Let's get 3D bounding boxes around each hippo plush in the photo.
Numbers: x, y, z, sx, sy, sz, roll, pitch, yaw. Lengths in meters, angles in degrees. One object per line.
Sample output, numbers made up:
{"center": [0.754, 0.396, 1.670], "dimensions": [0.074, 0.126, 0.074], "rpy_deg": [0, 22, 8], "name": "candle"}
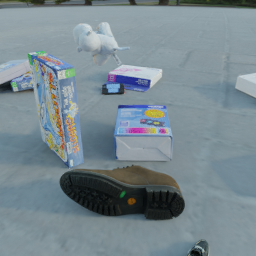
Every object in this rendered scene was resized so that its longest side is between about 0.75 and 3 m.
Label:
{"center": [-1.074, -2.519, 8.653], "dimensions": [1.287, 1.275, 1.601], "rpy_deg": [-7, 54, -44], "name": "hippo plush"}

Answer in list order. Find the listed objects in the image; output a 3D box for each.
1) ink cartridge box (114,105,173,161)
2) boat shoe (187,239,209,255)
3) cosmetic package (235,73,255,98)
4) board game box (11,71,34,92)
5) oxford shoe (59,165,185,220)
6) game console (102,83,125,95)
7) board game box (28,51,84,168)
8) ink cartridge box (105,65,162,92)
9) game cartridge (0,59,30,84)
{"center": [0.429, -0.007, 8.524], "dimensions": [1.599, 0.895, 2.344], "rpy_deg": [1, 27, 1], "name": "ink cartridge box"}
{"center": [1.243, 2.288, 5.005], "dimensions": [0.331, 0.264, 0.876], "rpy_deg": [16, 33, 26], "name": "boat shoe"}
{"center": [6.097, -1.656, 11.695], "dimensions": [1.861, 0.638, 2.469], "rpy_deg": [-10, 31, -21], "name": "cosmetic package"}
{"center": [-3.901, -2.297, 12.710], "dimensions": [2.459, 0.424, 1.665], "rpy_deg": [-11, 26, -9], "name": "board game box"}
{"center": [-0.152, 1.300, 6.201], "dimensions": [2.645, 0.961, 1.116], "rpy_deg": [11, 25, -3], "name": "oxford shoe"}
{"center": [-0.642, -1.710, 12.229], "dimensions": [0.973, 0.151, 0.860], "rpy_deg": [-3, 33, -1], "name": "game console"}
{"center": [-1.923, -0.513, 7.511], "dimensions": [0.469, 2.721, 1.842], "rpy_deg": [-21, 35, -32], "name": "board game box"}
{"center": [0.256, -2.422, 13.271], "dimensions": [2.177, 0.480, 2.217], "rpy_deg": [12, 30, 20], "name": "ink cartridge box"}
{"center": [-5.732, -2.423, 12.571], "dimensions": [1.881, 0.587, 2.825], "rpy_deg": [5, 33, 42], "name": "game cartridge"}
